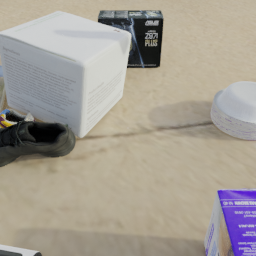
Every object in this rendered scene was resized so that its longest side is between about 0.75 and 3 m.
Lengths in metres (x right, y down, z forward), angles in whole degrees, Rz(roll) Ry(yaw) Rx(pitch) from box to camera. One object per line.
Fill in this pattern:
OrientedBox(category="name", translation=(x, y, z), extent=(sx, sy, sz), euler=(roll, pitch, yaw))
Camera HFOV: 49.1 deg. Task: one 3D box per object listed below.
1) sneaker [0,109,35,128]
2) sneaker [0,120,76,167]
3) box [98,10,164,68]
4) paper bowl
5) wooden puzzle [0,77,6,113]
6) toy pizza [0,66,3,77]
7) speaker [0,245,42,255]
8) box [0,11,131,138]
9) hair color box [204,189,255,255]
OrientedBox(category="sneaker", translation=(-3.004, -0.127, 6.636), extent=(1.706, 0.768, 0.639), euler=(1, 38, 1))
OrientedBox(category="sneaker", translation=(-2.297, 0.228, 5.807), extent=(2.335, 1.060, 0.887), euler=(-11, 73, -10))
OrientedBox(category="box", translation=(0.088, -3.007, 9.503), extent=(2.089, 1.710, 0.899), euler=(1, 38, 0))
OrientedBox(category="paper bowl", translation=(3.024, -0.552, 7.088), extent=(1.718, 0.893, 1.718), euler=(-1, 38, 1))
OrientedBox(category="wooden puzzle", translation=(-4.508, -0.919, 7.726), extent=(2.156, 0.499, 1.997), euler=(-7, 45, -8))
OrientedBox(category="toy pizza", translation=(-4.431, -1.670, 9.045), extent=(1.237, 0.196, 1.237), euler=(1, 40, -1))
OrientedBox(category="speaker", translation=(-2.070, 2.003, 4.106), extent=(1.479, 0.601, 0.601), euler=(7, 39, 9))
OrientedBox(category="box", translation=(-1.482, -1.462, 7.059), extent=(2.327, 1.993, 2.316), euler=(23, 40, 14))
OrientedBox(category="hair color box", translation=(1.553, 2.151, 3.254), extent=(0.830, 1.399, 2.560), euler=(-1, 38, 2))
